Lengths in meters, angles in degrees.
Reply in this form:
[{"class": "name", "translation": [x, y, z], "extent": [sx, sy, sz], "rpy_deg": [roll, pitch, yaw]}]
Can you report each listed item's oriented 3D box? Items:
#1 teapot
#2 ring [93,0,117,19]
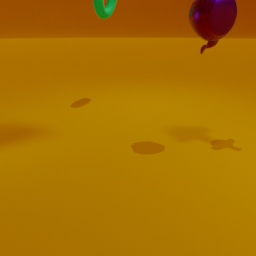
[{"class": "teapot", "translation": [1.471, -1.987, 5.041], "extent": [0.881, 1.417, 0.694], "rpy_deg": [-20, 32, -21]}, {"class": "ring", "translation": [-0.678, -4.205, 8.700], "extent": [0.308, 1.538, 1.538], "rpy_deg": [15, 23, 13]}]
